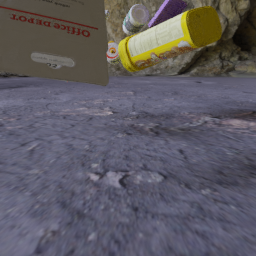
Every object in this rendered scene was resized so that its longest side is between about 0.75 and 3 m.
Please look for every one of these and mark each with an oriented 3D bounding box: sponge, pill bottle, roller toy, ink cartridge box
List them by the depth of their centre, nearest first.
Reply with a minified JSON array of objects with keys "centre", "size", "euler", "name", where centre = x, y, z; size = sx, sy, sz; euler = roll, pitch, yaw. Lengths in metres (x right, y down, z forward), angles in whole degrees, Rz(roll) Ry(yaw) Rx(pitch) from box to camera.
[{"centre":[-1.277,-1.835,4.411],"size":[1.656,2.876,0.976],"euler":[4,-21,-26],"name":"ink cartridge box"},{"centre":[1.564,-4.491,11.121],"size":[0.844,1.514,0.226],"euler":[12,49,-33],"name":"sponge"},{"centre":[-0.596,-3.130,11.729],"size":[0.793,0.869,0.607],"euler":[30,2,13],"name":"roller toy"},{"centre":[0.294,-4.612,12.085],"size":[0.842,0.842,1.489],"euler":[-4,-2,-16],"name":"pill bottle"}]

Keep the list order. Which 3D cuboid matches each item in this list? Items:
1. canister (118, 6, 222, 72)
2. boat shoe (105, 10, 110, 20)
[{"centre":[1.378,-2.949,9.434],"size":[2.886,1.249,2.144],"euler":[-7,17,47],"name":"canister"},{"centre":[-1.125,-4.389,11.048],"size":[0.399,0.393,1.125],"euler":[25,62,27],"name":"boat shoe"}]
